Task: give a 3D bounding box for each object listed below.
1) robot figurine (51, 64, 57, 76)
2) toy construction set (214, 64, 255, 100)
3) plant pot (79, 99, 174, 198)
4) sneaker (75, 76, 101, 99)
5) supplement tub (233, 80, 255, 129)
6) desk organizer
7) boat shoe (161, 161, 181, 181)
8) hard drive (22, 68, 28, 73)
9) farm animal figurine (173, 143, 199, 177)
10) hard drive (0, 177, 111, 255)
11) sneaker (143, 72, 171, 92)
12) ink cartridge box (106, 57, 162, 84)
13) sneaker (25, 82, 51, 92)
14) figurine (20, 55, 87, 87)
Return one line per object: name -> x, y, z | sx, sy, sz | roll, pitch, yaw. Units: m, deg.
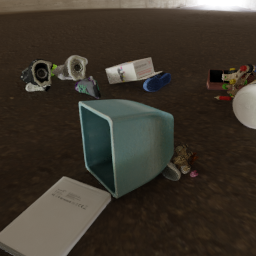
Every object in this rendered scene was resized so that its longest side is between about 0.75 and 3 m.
robot figurine -> -4.534, -3.349, 16.363 | 0.909, 0.600, 1.037 | -12, 20, 34
toy construction set -> 5.000, -1.958, 13.310 | 2.216, 1.848, 1.702 | -27, 18, -17
plant pot -> 0.092, 0.290, 8.087 | 2.232, 2.191, 2.185 | -14, 22, -26
sneaker -> -2.004, -1.870, 13.684 | 1.070, 0.910, 2.444 | -17, 21, -8
supplement tub -> 5.565, -1.161, 11.309 | 1.774, 1.774, 2.453 | 25, 38, 37
desk organizer -> 5.305, -2.494, 14.581 | 2.234, 0.860, 0.801 | 4, 29, 7
boat shoe -> 1.163, 1.136, 8.583 | 0.432, 0.496, 1.347 | -22, 29, -26
hard drive -> -5.663, -3.418, 16.900 | 1.184, 0.195, 0.826 | 2, 30, 3
farm animal figurine -> 1.723, 1.062, 8.621 | 0.843, 0.525, 1.044 | 41, 36, -10
hard drive -> -1.717, 2.198, 6.858 | 1.595, 0.323, 2.418 | 15, 32, 24
sneaker -> 1.360, -2.439, 14.727 | 0.843, 0.759, 2.163 | 14, 28, 38
ink cartridge box -> 0.294, -3.025, 14.697 | 2.622, 0.890, 1.510 | 1, 23, 44
sneaker -> -4.536, -2.085, 14.268 | 1.235, 0.466, 0.711 | -19, 33, -34
figurine -> -3.928, -2.913, 14.637 | 2.972, 1.279, 2.900 | -16, 13, -31
